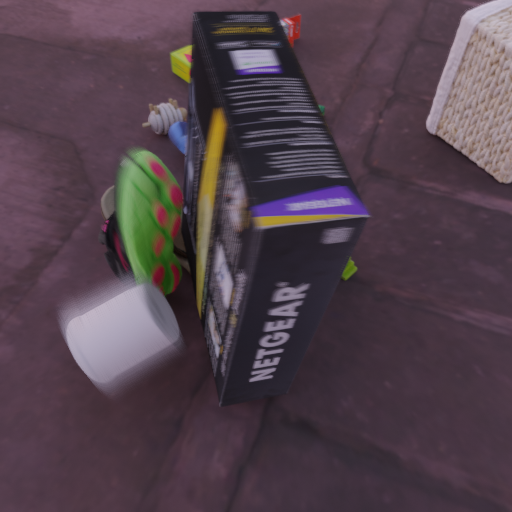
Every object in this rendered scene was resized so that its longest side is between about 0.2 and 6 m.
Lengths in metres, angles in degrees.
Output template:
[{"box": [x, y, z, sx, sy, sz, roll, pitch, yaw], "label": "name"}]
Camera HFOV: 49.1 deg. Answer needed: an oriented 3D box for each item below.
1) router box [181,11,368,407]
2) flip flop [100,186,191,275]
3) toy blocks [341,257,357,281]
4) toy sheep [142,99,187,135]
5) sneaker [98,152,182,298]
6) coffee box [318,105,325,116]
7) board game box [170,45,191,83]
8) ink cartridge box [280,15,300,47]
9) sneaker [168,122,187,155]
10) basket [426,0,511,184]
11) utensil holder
[{"box": [-0.149, -0.406, 7.563, 1.124, 4.305, 3.385, -7, 56, -14], "label": "router box"}, {"box": [-1.299, -0.426, 10.086, 3.486, 1.004, 1.414, 35, 63, 18], "label": "flip flop"}, {"box": [0.621, -0.882, 10.020, 2.773, 1.895, 1.386, 38, 59, 26], "label": "toy blocks"}, {"box": [-2.065, -3.104, 12.649, 1.097, 0.756, 0.756, -21, 53, -21], "label": "toy sheep"}, {"box": [-1.908, -0.324, 8.607, 1.321, 3.152, 1.210, 30, 53, 14], "label": "sneaker"}, {"box": [0.941, -3.340, 13.143, 1.205, 0.265, 0.741, 16, 52, 12], "label": "coffee box"}, {"box": [-0.991, -4.545, 13.963, 1.162, 0.545, 2.288, -33, 58, -25], "label": "board game box"}, {"box": [0.732, -5.897, 14.984, 1.321, 0.720, 0.333, -28, 56, -22], "label": "ink cartridge box"}, {"box": [-0.772, -2.366, 11.618, 2.454, 1.009, 0.907, 31, 31, 24], "label": "sneaker"}, {"box": [5.669, -3.621, 11.647, 2.937, 2.964, 2.384, -26, 57, -20], "label": "basket"}, {"box": [-1.829, 1.042, 7.818, 1.195, 1.015, 1.015, -30, 52, 8], "label": "utensil holder"}]
